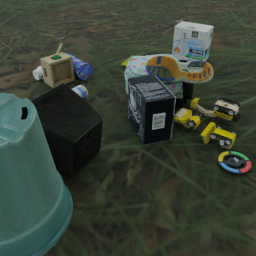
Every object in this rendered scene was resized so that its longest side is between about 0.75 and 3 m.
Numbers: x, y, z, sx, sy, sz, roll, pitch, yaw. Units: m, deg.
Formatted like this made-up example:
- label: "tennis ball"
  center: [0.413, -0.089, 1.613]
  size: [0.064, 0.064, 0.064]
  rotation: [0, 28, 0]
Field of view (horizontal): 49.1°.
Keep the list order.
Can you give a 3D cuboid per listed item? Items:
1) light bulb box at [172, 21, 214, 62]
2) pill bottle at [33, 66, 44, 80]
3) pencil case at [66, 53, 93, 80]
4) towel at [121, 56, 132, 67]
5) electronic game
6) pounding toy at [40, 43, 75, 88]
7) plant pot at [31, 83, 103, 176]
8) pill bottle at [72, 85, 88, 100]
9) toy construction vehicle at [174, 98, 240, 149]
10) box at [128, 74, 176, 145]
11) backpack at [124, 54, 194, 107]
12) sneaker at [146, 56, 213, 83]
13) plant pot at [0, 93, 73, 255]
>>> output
- label: "light bulb box"
  center: [3.342, -4.432, 14.632]
  size: [1.757, 1.773, 1.106]
  rotation: [20, 42, 25]
- label: "pill bottle"
  center: [-3.848, -2.664, 13.152]
  size: [0.632, 0.632, 1.126]
  rotation: [26, 44, 32]
- label: "pencil case"
  center: [-2.562, -2.976, 13.409]
  size: [2.044, 0.798, 0.888]
  rotation: [33, 18, 38]
- label: "towel"
  center: [1.092, -3.181, 14.210]
  size: [2.707, 0.244, 1.165]
  rotation: [18, 39, 24]
- label: "electronic game"
  center: [3.173, 1.020, 8.357]
  size: [0.982, 0.204, 0.982]
  rotation: [0, 35, 0]
- label: "pounding toy"
  center: [-3.180, -2.856, 12.663]
  size: [1.379, 1.498, 1.065]
  rotation: [-29, 45, -34]
- label: "plant pot"
  center: [-1.845, 0.199, 8.175]
  size: [1.769, 1.990, 1.994]
  rotation: [26, 42, 19]
- label: "pill bottle"
  center: [-2.175, -1.239, 11.171]
  size: [0.618, 0.618, 1.102]
  rotation: [25, 43, 30]
- label: "toy construction vehicle"
  center: [2.886, -0.215, 9.772]
  size: [2.215, 0.780, 1.929]
  rotation: [22, 52, 32]
- label: "box"
  center: [0.721, -0.643, 9.391]
  size: [1.051, 1.696, 1.667]
  rotation: [-10, 37, -14]
- label: "backpack"
  center: [1.187, -2.009, 11.348]
  size: [2.642, 1.673, 2.205]
  rotation: [-1, 37, 1]
- label: "sneaker"
  center: [1.817, -1.960, 10.022]
  size: [2.381, 0.896, 1.049]
  rotation: [14, 2, 20]
- label: "plant pot"
  center: [-2.838, 0.979, 6.121]
  size: [2.943, 2.883, 2.943]
  rotation: [0, 35, 0]
